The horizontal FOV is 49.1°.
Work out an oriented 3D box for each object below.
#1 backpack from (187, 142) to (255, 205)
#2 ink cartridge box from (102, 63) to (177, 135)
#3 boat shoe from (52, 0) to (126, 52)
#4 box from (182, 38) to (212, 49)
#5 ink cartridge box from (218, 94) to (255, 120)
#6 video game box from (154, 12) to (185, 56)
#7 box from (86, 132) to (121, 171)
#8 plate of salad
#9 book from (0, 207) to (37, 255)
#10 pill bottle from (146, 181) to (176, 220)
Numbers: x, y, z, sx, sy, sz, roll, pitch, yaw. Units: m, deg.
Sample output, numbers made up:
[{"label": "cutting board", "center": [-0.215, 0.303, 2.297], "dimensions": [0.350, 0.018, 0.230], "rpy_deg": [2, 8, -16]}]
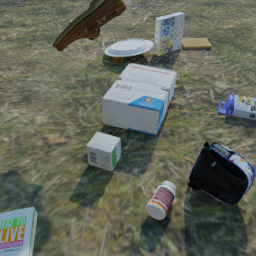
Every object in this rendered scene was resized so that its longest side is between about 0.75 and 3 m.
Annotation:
[{"label": "backpack", "center": [2.477, 1.208, 7.256], "dimensions": [1.144, 1.486, 1.415], "rpy_deg": [-18, 44, -39]}, {"label": "ink cartridge box", "center": [0.497, -1.154, 10.222], "dimensions": [1.988, 1.166, 2.714], "rpy_deg": [13, 40, 15]}, {"label": "boat shoe", "center": [-1.275, -3.259, 9.030], "dimensions": [2.743, 0.932, 0.987], "rpy_deg": [-35, 26, 23]}, {"label": "box", "center": [3.701, -4.671, 15.403], "dimensions": [1.523, 0.162, 1.245], "rpy_deg": [-2, 39, -1]}, {"label": "ink cartridge box", "center": [4.319, -0.791, 10.453], "dimensions": [1.763, 0.370, 1.052], "rpy_deg": [10, 40, 15]}, {"label": "video game box", "center": [2.087, -4.763, 14.201], "dimensions": [1.667, 1.830, 0.428], "rpy_deg": [-26, 44, -30]}, {"label": "box", "center": [-0.698, 0.688, 8.244], "dimensions": [0.800, 0.796, 0.685], "rpy_deg": [14, 41, 17]}, {"label": "plate of salad", "center": [0.079, -3.949, 14.169], "dimensions": [2.515, 0.604, 2.515], "rpy_deg": [-7, 32, 5]}, {"label": "book", "center": [-2.623, 2.539, 6.383], "dimensions": [0.916, 0.329, 1.371], "rpy_deg": [-8, 41, -5]}, {"label": "pill bottle", "center": [0.870, 1.798, 7.077], "dimensions": [0.525, 0.525, 0.929], "rpy_deg": [20, 43, 23]}]
